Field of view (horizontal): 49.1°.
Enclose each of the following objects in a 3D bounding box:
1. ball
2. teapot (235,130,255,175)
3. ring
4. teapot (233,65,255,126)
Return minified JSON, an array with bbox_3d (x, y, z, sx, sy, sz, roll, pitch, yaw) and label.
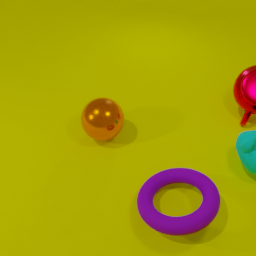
[{"bbox_3d":[-0.612,-0.217,6.787,1.053,1.053,1.053,0,47,0],"label":"ball"},{"bbox_3d":[2.848,0.469,6.047,0.806,1.647,1.024,-30,55,32],"label":"teapot"},{"bbox_3d":[0.959,1.367,5.449,1.597,0.319,1.597,-10,32,6],"label":"ring"},{"bbox_3d":[3.412,-1.004,7.257,1.294,1.019,2.080,26,89,16],"label":"teapot"}]
